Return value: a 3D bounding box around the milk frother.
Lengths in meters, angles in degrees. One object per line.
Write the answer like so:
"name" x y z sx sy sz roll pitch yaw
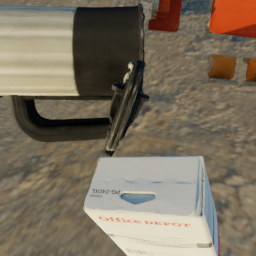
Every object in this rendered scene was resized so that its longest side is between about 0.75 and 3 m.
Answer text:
"milk frother" -1.015 -0.855 4.243 2.563 2.725 2.459 0 91 -1

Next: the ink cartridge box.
"ink cartridge box" 0.408 1.071 3.388 1.229 1.692 0.706 -3 48 22

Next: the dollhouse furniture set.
"dollhouse furniture set" 1.912 -2.343 5.544 2.960 2.992 1.541 5 8 -1
